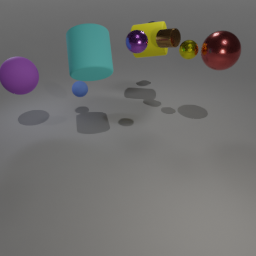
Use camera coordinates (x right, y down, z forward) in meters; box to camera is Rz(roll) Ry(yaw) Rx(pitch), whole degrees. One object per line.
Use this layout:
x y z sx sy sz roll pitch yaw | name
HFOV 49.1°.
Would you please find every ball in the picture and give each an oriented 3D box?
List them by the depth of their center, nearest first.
0.272 -2.659 8.634 0.700 0.700 0.700 0 29 0 | ball
3.367 -2.802 10.179 1.400 1.400 1.400 0 29 0 | ball
2.220 -2.861 10.239 0.700 0.700 0.700 0 29 0 | ball
-4.065 -1.950 10.481 1.400 1.400 1.400 0 29 0 | ball
-2.086 -1.690 12.157 0.700 0.700 0.700 0 29 0 | ball

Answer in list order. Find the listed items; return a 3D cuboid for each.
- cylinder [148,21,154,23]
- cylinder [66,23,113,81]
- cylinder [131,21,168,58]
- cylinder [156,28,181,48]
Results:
1.231 -4.689 13.567 0.700 0.700 0.700 15 1 24 | cylinder
-1.239 -2.390 9.046 1.400 1.400 1.400 -7 -8 -1 | cylinder
0.954 -3.846 12.260 1.400 1.400 1.400 -1 28 17 | cylinder
1.555 -3.459 10.800 0.700 0.700 0.700 -26 28 -39 | cylinder
